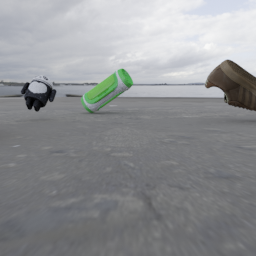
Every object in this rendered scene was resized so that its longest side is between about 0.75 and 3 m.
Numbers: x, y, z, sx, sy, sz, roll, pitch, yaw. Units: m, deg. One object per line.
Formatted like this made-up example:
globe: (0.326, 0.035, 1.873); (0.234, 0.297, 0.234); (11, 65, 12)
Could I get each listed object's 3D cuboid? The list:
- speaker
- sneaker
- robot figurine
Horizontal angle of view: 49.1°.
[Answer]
speaker: (-0.924, -1.600, 12.214); (2.311, 1.022, 1.022); (-32, -5, 21)
sneaker: (3.676, -1.108, 8.947); (2.799, 0.986, 1.057); (31, -47, -20)
robot figurine: (-2.942, -1.157, 9.213); (0.751, 1.203, 0.904); (-14, -39, 45)
